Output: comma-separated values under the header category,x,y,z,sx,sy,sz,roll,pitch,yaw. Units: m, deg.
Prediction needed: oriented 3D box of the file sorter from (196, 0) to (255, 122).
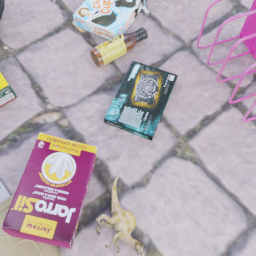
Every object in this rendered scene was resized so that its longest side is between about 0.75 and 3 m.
category,x,y,z,sx,sy,sz,roll,pitch,yaw
file sorter,3.433,-1.966,7.677,1.878,2.081,2.994,-19,67,-6

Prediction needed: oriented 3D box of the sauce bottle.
category,x,y,z,sx,sy,sz,roll,pitch,yaw
sauce bottle,-0.247,-2.579,8.757,1.899,0.627,0.627,-32,69,-17

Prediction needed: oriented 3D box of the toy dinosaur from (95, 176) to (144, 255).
category,x,y,z,sx,sy,sz,roll,pitch,yaw
toy dinosaur,-0.284,2.193,6.659,0.960,0.552,1.898,-16,73,-24

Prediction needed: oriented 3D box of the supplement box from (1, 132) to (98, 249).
category,x,y,z,sx,sy,sz,roll,pitch,yaw
supplement box,-1.668,1.414,6.392,1.447,1.141,2.210,14,60,-4

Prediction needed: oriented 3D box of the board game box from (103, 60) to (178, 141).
category,x,y,z,sx,sy,sz,roll,pitch,yaw
board game box,0.397,-0.859,8.100,1.475,0.307,2.181,21,67,9

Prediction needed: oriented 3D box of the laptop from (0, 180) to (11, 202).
category,x,y,z,sx,sy,sz,roll,pitch,yaw
laptop,-3.828,1.486,6.749,1.252,0.775,1.338,-38,71,-15

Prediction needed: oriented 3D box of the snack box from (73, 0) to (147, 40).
category,x,y,z,sx,sy,sz,roll,pitch,yaw
snack box,-0.421,-4.297,9.584,1.635,0.522,2.815,25,68,11

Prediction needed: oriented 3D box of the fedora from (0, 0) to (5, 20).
category,x,y,z,sx,sy,sz,roll,pitch,yaw
fedora,-4.586,-3.713,8.835,1.042,2.281,2.281,24,63,-25

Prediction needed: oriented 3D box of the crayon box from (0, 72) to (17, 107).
category,x,y,z,sx,sy,sz,roll,pitch,yaw
crayon box,-4.906,-1.136,7.983,2.562,0.747,2.210,-34,68,-15

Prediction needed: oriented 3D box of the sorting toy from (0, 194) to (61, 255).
category,x,y,z,sx,sy,sz,roll,pitch,yaw
sorting toy,-2.591,3.046,6.095,2.078,0.373,2.789,-30,68,-30
